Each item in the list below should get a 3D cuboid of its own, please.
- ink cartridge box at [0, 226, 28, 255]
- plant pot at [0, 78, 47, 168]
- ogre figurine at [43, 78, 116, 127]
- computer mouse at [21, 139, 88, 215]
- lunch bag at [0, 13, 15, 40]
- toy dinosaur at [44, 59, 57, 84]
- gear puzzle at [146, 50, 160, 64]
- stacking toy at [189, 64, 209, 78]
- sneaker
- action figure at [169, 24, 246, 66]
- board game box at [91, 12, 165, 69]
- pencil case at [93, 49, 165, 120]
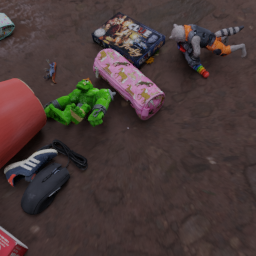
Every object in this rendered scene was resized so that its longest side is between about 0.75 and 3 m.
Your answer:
[{"bbox_3d":[-3.761,3.259,6.458,1.628,0.919,2.218,28,63,15],"label":"ink cartridge box"},{"bbox_3d":[-3.637,-0.219,7.947,2.319,2.319,2.052,38,56,20],"label":"plant pot"},{"bbox_3d":[-1.438,-0.732,8.684,1.185,2.415,1.448,54,52,-18],"label":"ogre figurine"},{"bbox_3d":[-2.355,1.222,7.909,1.527,0.500,2.174,37,66,22],"label":"computer mouse"},{"bbox_3d":[-5.050,-3.975,10.962,1.037,0.632,0.883,-37,65,-14],"label":"lunch bag"},{"bbox_3d":[-2.737,-2.043,10.080,0.839,0.441,0.762,47,49,-16],"label":"toy dinosaur"},{"bbox_3d":[0.778,-3.107,10.672,0.879,0.222,1.698,6,59,4],"label":"gear puzzle"},{"bbox_3d":[2.594,-2.123,10.046,0.345,0.345,0.808,-35,69,-19],"label":"stacking toy"},{"bbox_3d":[-2.672,1.162,7.965,1.548,0.580,0.654,-26,65,-6],"label":"sneaker"},{"bbox_3d":[2.679,-3.333,10.058,2.493,1.348,2.577,3,46,-14],"label":"action figure"},{"bbox_3d":[-0.001,-3.372,10.572,2.344,0.406,1.588,36,70,23],"label":"board game box"},{"bbox_3d":[0.003,-1.459,9.176,1.169,1.119,2.703,-44,68,-6],"label":"pencil case"}]
